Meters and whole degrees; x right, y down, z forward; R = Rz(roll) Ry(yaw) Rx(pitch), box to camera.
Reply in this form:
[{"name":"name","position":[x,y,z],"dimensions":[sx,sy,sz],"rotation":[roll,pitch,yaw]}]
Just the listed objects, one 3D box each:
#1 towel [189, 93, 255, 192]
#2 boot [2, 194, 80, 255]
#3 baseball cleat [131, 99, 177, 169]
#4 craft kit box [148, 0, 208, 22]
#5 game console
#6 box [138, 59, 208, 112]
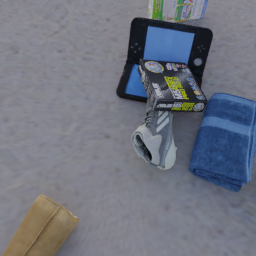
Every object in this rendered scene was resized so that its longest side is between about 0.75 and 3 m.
[{"name":"towel","position":[2.744,0.222,7.780],"dimensions":[1.567,0.681,2.806],"rotation":[18,60,12]},{"name":"boot","position":[-1.849,2.943,5.997],"dimensions":[2.169,0.819,2.476],"rotation":[26,60,16]},{"name":"baseball cleat","position":[0.676,-0.086,7.676],"dimensions":[1.293,0.847,2.429],"rotation":[15,50,-34]},{"name":"craft kit box","position":[1.885,-4.871,10.093],"dimensions":[2.210,2.238,0.543],"rotation":[-14,60,-10]},{"name":"game console","position":[1.123,-2.028,8.754],"dimensions":[2.622,2.260,1.556],"rotation":[12,32,7]},{"name":"box","position":[1.244,-1.261,8.177],"dimensions":[1.550,0.428,1.935],"rotation":[1,45,-17]}]
